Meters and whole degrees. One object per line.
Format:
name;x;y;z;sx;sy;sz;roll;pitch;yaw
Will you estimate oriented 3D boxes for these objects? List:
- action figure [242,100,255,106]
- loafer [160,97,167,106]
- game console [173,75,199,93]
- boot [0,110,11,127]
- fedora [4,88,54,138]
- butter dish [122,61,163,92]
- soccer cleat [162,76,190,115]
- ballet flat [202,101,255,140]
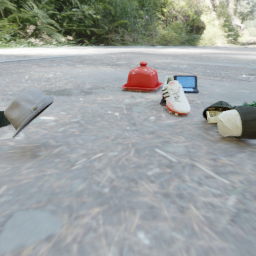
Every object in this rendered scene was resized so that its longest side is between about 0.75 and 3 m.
action figure;4.987;-0.952;10.979;0.810;0.222;0.479;3;17;-2
loafer;1.457;-1.129;11.334;0.320;0.280;0.889;3;20;8
game console;2.775;-2.105;13.427;1.186;0.702;1.013;1;19;5
boot;-4.440;-0.323;8.773;1.438;0.519;1.086;-18;24;-41
fedora;-2.460;-0.455;6.740;1.380;0.623;1.220;-45;11;-13
butter dish;0.748;-2.601;13.841;1.823;1.348;1.818;7;22;17
soccer cleat;1.745;-1.223;10.379;0.757;0.940;2.207;-3;30;-8
ballet flat;2.896;-0.191;8.009;0.951;0.946;2.782;-11;11;-4
